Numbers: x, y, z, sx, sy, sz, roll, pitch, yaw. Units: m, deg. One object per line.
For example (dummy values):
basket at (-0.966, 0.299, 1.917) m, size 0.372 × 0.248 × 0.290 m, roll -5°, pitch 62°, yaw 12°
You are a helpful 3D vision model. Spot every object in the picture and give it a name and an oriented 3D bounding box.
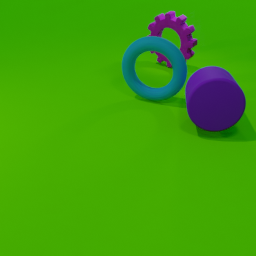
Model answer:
gear at (1.585, -3.240, 10.359) m, size 1.955 × 1.955 × 0.362 m, roll 24°, pitch 46°, yaw 31°
ring at (0.742, -1.682, 8.175) m, size 1.964 × 1.964 × 0.393 m, roll 12°, pitch 38°, yaw 17°
cylinder at (2.187, -0.786, 7.231) m, size 1.360 × 1.360 × 1.360 m, roll 5°, pitch 25°, yaw 7°
